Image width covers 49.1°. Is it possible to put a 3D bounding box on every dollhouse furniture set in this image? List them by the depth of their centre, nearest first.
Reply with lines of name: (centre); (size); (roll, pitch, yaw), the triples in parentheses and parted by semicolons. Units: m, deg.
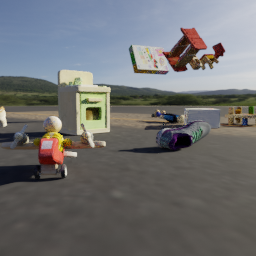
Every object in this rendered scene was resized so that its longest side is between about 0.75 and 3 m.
dollhouse furniture set: (1.729, -1.919, 6.906); (1.567, 0.637, 0.843); (-13, -23, -37)

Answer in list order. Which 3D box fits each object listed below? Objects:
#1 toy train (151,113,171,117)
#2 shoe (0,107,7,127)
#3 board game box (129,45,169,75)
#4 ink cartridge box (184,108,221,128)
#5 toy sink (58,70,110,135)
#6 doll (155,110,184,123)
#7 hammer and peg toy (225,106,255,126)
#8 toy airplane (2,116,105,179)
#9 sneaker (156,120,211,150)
toy train: (1.713, -0.639, 14.305); (1.140, 0.195, 0.261); (-3, -6, -18)
shoe: (-4.665, -0.288, 9.203); (2.188, 0.584, 0.765); (0, 34, 41)
board game box: (0.944, -3.031, 12.495); (1.663, 1.272, 0.335); (-2, -20, -27)
ink cartridge box: (2.381, -0.347, 9.115); (1.009, 0.580, 1.390); (1, 6, 7)
toy sink: (-1.110, -0.680, 7.204); (1.056, 1.620, 0.907); (-4, 6, -43)
doll: (1.641, -0.414, 10.872); (1.063, 0.378, 1.559); (6, 8, -31)
hammer and peg toy: (4.392, -0.418, 9.602); (1.783, 0.629, 1.311); (5, 7, 39)
toy airplane: (-0.870, 0.183, 3.338); (0.918, 0.651, 0.922); (4, 7, 40)
sneaker: (1.107, 0.184, 4.976); (1.199, 0.446, 0.525); (-14, 22, -26)
